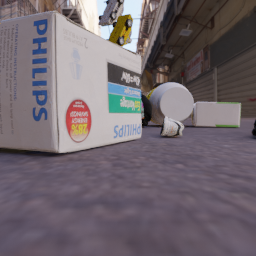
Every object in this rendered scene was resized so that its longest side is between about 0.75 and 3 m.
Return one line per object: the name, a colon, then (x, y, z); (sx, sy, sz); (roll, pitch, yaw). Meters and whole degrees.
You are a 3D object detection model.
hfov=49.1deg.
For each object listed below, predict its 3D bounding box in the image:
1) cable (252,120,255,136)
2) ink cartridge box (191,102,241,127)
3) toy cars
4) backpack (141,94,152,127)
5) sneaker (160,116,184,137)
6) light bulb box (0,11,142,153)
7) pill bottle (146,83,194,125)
cable: (3.104, 0.010, 5.018); (1.591, 0.495, 1.950); (7, 3, 26)
ink cartridge box: (3.190, -0.500, 10.446); (1.503, 0.868, 2.065); (2, 3, 10)
toy cars: (-0.334, -3.456, 9.333); (1.247, 2.783, 0.616); (-32, -41, 23)
backpack: (-0.415, -0.672, 9.646); (2.097, 1.328, 1.750); (-5, 7, -19)
sneaker: (0.883, 0.016, 5.630); (0.434, 0.400, 1.086); (12, 9, 5)
light bulb box: (-1.286, -0.519, 4.261); (2.373, 1.481, 2.352); (1, 3, 24)
pill bottle: (1.570, -0.902, 11.003); (1.660, 1.660, 2.963); (0, 3, -4)
